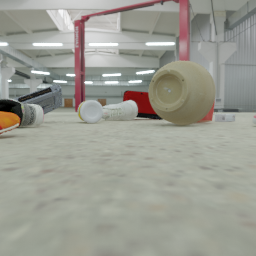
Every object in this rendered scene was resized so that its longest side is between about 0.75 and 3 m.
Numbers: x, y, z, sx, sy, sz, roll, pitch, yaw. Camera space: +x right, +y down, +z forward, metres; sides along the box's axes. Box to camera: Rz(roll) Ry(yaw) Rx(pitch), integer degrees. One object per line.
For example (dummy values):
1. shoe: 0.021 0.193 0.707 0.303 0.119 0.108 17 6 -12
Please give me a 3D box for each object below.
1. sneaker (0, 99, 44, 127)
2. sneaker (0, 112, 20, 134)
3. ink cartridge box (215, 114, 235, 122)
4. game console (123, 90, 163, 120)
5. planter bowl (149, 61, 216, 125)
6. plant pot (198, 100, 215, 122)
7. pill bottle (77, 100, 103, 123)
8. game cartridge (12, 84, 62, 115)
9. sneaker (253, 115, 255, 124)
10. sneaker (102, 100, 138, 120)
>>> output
1. sneaker: -4.035 -0.514 9.149 2.610 0.963 1.142 7 1 29
2. sneaker: -3.307 -0.236 5.323 2.537 0.979 0.926 -2 3 -44
3. ink cartridge box: 4.482 -0.485 13.178 0.863 0.362 0.758 -3 5 -40
4. game console: 0.819 -1.243 15.512 2.371 1.407 2.044 5 4 -6
5. planter bowl: 1.638 -1.223 9.588 2.312 2.312 1.556 2 4 31
6. plant pot: 3.078 -0.801 11.853 1.230 1.088 1.230 -2 -2 0
7. pill bottle: -1.669 -0.706 12.090 0.962 0.962 1.718 -1 4 -15
8. game cartridge: -3.919 -1.002 12.029 2.240 0.465 1.492 -25 -16 -24
9. sneaker: 5.519 -0.740 8.858 2.879 1.505 1.084 1 6 31
10. sneaker: -0.638 -0.765 14.245 1.303 1.022 2.623 -14 4 -43
